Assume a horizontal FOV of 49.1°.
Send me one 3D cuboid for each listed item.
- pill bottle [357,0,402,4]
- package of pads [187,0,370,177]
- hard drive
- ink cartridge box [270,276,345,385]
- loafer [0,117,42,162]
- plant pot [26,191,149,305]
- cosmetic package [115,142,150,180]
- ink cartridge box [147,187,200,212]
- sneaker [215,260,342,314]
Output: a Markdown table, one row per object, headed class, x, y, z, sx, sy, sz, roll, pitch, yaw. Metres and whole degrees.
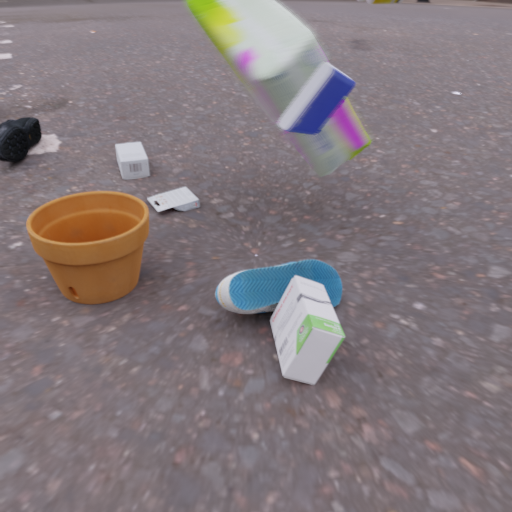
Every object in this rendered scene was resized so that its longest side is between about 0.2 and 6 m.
| class | x | y | z | sx | sy | sz | roll | pitch | yaw |
| --- | --- | --- | --- | --- | --- | --- | --- | --- | --- |
| pill bottle | 2.001 | -4.283 | 9.046 | 0.713 | 0.397 | 0.397 | -2 | 31 | 3 |
| package of pads | 0.435 | -3.364 | 10.315 | 1.230 | 2.786 | 3.606 | -38 | 49 | 8 |
| hard drive | 0.718 | -1.737 | 6.351 | 0.154 | 0.800 | 1.213 | 43 | 21 | 9 |
| ink cartridge box | 0.653 | 0.981 | 7.597 | 0.508 | 0.880 | 1.209 | 18 | 26 | -18 |
| loafer | -6.364 | -3.011 | 14.496 | 0.933 | 0.903 | 2.658 | -3 | 25 | -2 |
| plant pot | -2.616 | -0.087 | 9.093 | 1.860 | 1.302 | 1.860 | -1 | 30 | 0 |
| cosmetic package | -3.045 | -2.351 | 13.740 | 0.674 | 0.491 | 1.327 | -8 | 30 | -14 |
| ink cartridge box | -1.770 | -1.137 | 11.992 | 0.926 | 0.232 | 0.751 | -22 | 37 | -20 |
| sneaker | 0.383 | 0.484 | 8.604 | 2.062 | 0.789 | 0.833 | 1 | -8 | -26 |
